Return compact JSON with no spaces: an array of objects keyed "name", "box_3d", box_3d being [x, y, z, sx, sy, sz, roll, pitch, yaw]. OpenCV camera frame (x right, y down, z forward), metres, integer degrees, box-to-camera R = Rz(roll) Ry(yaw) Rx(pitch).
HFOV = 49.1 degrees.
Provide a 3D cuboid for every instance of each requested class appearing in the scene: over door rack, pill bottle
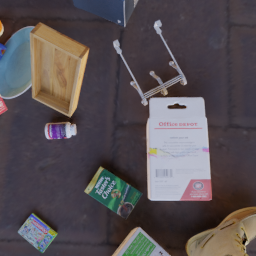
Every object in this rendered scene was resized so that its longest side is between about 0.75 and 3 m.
[{"name":"over door rack","box_3d":[0.707,-2.036,8.895,1.608,0.725,2.176,-28,100,-5]},{"name":"pill bottle","box_3d":[-2.069,0.074,8.642,0.887,0.499,0.499,-3,78,0]}]

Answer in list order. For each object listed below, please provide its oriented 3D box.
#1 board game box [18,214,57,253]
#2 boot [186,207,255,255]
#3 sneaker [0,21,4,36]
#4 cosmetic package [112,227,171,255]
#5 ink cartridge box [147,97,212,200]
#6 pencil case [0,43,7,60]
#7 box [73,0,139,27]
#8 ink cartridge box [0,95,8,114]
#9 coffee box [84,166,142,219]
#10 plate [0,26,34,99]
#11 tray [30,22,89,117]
[{"name":"board game box","box_3d":[-2.640,3.062,8.176,0.957,0.139,0.644,36,81,7]},{"name":"boot","box_3d":[2.884,3.063,7.193,2.513,1.944,0.906,-26,93,-3]},{"name":"sneaker","box_3d":[-4.855,-2.817,9.146,0.732,0.774,2.006,21,80,3]},{"name":"cosmetic package","box_3d":[0.714,3.977,7.398,2.428,1.030,1.306,39,62,8]},{"name":"ink cartridge box","box_3d":[1.424,0.613,8.275,1.702,0.987,2.923,0,79,0]},{"name":"pencil case","box_3d":[-4.508,-2.191,9.013,0.616,0.554,1.419,31,87,-19]},{"name":"box","box_3d":[-0.446,-5.162,9.303,1.996,1.440,2.689,24,79,5]},{"name":"ink cartridge box","box_3d":[-3.972,-1.022,6.931,1.228,0.706,1.692,0,121,27]},{"name":"coffee box","box_3d":[-0.439,1.916,8.323,1.501,0.330,0.923,33,80,7]},{"name":"plate","box_3d":[-3.356,-2.023,8.797,2.430,0.310,2.430,-9,71,29]},{"name":"tray","box_3d":[-1.630,-1.206,6.464,1.120,2.270,0.420,27,58,-2]}]
